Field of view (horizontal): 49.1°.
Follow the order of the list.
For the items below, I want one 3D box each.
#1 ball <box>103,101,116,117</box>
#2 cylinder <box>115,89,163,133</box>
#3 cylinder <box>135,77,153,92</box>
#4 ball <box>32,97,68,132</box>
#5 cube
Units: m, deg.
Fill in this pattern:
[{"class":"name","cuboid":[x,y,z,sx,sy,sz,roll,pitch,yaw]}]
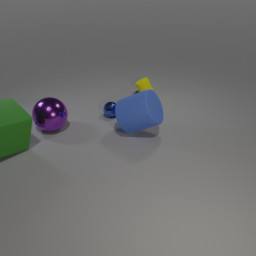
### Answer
[{"class":"ball","cuboid":[-0.755,-0.831,12.489,0.700,0.700,0.700,0,29,0]},{"class":"cylinder","cuboid":[0.448,-0.629,10.835,1.400,1.400,1.400,-17,20,29]},{"class":"cylinder","cuboid":[0.844,-2.162,14.588,0.700,0.700,0.700,-27,21,11]},{"class":"ball","cuboid":[-3.136,-0.542,11.289,1.400,1.400,1.400,0,29,0]},{"class":"cube","cuboid":[-4.348,-0.005,9.699,1.400,1.400,1.400,38,36,27]}]
